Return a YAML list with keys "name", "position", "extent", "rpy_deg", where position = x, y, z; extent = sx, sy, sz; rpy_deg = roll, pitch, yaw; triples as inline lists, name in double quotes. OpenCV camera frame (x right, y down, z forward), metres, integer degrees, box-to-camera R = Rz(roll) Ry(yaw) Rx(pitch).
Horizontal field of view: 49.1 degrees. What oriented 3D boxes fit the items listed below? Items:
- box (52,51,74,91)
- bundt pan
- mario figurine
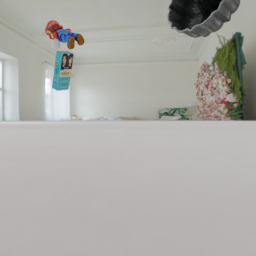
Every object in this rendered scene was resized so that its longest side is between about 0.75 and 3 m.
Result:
- name: "box"
  position: [-2.455, -2.149, 10.553]
  extent: [0.352, 1.434, 0.590]
  rpy_deg: [27, 26, 28]
- name: "bundt pan"
  position: [2.103, -3.363, 7.427]
  extent: [0.813, 2.167, 2.167]
  rpy_deg: [20, -10, -35]
- name: "mario figurine"
  position: [-2.305, -3.188, 9.991]
  extent: [1.679, 0.890, 1.036]
  rpy_deg: [34, 15, 31]
